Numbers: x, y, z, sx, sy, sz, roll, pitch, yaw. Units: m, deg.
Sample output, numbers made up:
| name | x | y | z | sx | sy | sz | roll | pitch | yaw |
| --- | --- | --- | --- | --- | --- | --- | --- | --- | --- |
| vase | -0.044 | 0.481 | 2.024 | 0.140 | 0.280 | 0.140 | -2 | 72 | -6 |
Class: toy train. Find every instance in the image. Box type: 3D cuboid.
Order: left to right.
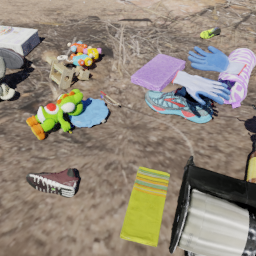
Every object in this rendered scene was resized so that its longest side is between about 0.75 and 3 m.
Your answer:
| name | x | y | z | sx | sy | sz | roll | pitch | yaw |
| --- | --- | --- | --- | --- | --- | --- | --- | --- | --- |
| toy train | -2.173 | -3.217 | 12.666 | 1.723 | 0.638 | 2.294 | 9 | 36 | 8 |

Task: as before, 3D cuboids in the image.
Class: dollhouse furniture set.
| name | x | y | z | sx | sy | sz | roll | pitch | yaw |
| --- | --- | --- | --- | --- | --- | --- | --- | --- | --- |
| dollhouse furniture set | -2.596 | -2.319 | 11.826 | 1.317 | 0.828 | 1.489 | -5 | 35 | -44 |

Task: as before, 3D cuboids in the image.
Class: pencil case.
| name | x | y | z | sx | sy | sz | roll | pitch | yaw |
| --- | --- | --- | --- | --- | --- | --- | --- | --- | --- |
| pencil case | 4.285 | -2.039 | 10.973 | 1.207 | 1.230 | 2.877 | -23 | 24 | 46 |

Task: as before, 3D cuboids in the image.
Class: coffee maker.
| name | x | y | z | sx | sy | sz | roll | pitch | yaw |
| --- | --- | --- | --- | --- | --- | --- | --- | --- | --- |
| coffee maker | 2.486 | 1.821 | 6.167 | 2.709 | 1.824 | 2.602 | 15 | 52 | 9 |

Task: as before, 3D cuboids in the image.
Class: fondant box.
| name | x | y | z | sx | sy | sz | roll | pitch | yaw |
| --- | --- | --- | --- | --- | --- | --- | --- | --- | --- |
| fondant box | -5.867 | -4.308 | 13.817 | 2.405 | 0.700 | 1.735 | 10 | 43 | 10 |

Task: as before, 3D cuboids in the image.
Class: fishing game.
| name | x | y | z | sx | sy | sz | roll | pitch | yaw |
| --- | --- | --- | --- | --- | --- | --- | --- | --- | --- |
| fishing game | -1.384 | -0.522 | 9.989 | 2.077 | 0.323 | 1.487 | -36 | 53 | -23 |

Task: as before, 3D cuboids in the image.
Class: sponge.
| name | x | y | z | sx | sy | sz | roll | pitch | yaw |
| --- | --- | --- | --- | --- | --- | --- | --- | --- | --- |
| sponge | 1.330 | -2.400 | 11.984 | 1.363 | 0.364 | 2.443 | 25 | 48 | 24 |

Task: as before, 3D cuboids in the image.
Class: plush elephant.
| name | x | y | z | sx | sy | sz | roll | pitch | yaw |
| --- | --- | --- | --- | --- | --- | --- | --- | --- | --- |
| plush elephant | -5.262 | -1.736 | 10.389 | 1.831 | 2.223 | 1.721 | -22 | 68 | -6 |

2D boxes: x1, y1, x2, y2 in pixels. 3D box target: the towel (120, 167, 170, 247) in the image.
| name | x | y | z | sx | sy | sz | roll | pitch | yaw |
| --- | --- | --- | --- | --- | --- | --- | --- | --- | --- |
| towel | 0.496 | 1.950 | 7.349 | 0.935 | 0.196 | 2.173 | 9 | 43 | 11 |

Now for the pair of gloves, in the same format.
| name | x | y | z | sx | sy | sz | roll | pitch | yaw |
| --- | --- | --- | --- | --- | --- | --- | --- | --- | --- |
| pair of gloves | 2.298 | -1.546 | 8.010 | 1.722 | 0.244 | 2.142 | 26 | 62 | 21 |

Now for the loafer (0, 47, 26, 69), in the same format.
| name | x | y | z | sx | sy | sz | roll | pitch | yaw |
| --- | --- | --- | --- | --- | --- | --- | --- | --- | --- |
| loafer | -5.676 | -3.292 | 12.597 | 2.582 | 0.928 | 0.813 | 9 | 39 | 14 |

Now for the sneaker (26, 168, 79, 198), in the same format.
| name | x | y | z | sx | sy | sz | roll | pitch | yaw |
| --- | --- | --- | --- | --- | --- | --- | --- | --- | --- |
| sneaker | -2.033 | 1.390 | 7.795 | 1.405 | 0.531 | 0.811 | 18 | 39 | 4 |

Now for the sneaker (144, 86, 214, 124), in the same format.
| name | x | y | z | sx | sy | sz | roll | pitch | yaw |
| --- | --- | --- | --- | --- | --- | --- | --- | --- | --- |
| sneaker | 1.815 | -1.102 | 9.926 | 2.528 | 1.207 | 1.002 | 16 | 45 | 17 |

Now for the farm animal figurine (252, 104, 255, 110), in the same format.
| name | x | y | z | sx | sy | sz | roll | pitch | yaw |
| --- | --- | --- | --- | --- | --- | --- | --- | --- | --- |
| farm animal figurine | 4.817 | 0.806 | 7.642 | 2.944 | 1.552 | 2.977 | 8 | 54 | -18 |

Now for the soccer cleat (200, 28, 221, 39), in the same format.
| name | x | y | z | sx | sy | sz | roll | pitch | yaw |
| --- | --- | --- | --- | --- | --- | --- | --- | --- | --- |
| soccer cleat | 4.357 | -5.029 | 14.925 | 1.281 | 0.414 | 0.536 | -21 | 17 | -16 |

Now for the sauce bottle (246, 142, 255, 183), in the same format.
| name | x | y | z | sx | sy | sz | roll | pitch | yaw |
| --- | --- | --- | --- | --- | --- | --- | --- | --- | --- |
| sauce bottle | 3.763 | 1.059 | 8.022 | 0.607 | 0.607 | 1.837 | 15 | 46 | 16 |

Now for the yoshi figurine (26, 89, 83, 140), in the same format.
| name | x | y | z | sx | sy | sz | roll | pitch | yaw |
| --- | --- | --- | --- | --- | --- | --- | --- | --- | --- |
| yoshi figurine | -2.282 | -0.455 | 9.455 | 2.023 | 1.137 | 1.133 | -38 | 10 | -7 |
